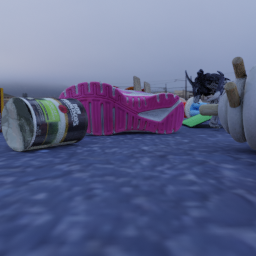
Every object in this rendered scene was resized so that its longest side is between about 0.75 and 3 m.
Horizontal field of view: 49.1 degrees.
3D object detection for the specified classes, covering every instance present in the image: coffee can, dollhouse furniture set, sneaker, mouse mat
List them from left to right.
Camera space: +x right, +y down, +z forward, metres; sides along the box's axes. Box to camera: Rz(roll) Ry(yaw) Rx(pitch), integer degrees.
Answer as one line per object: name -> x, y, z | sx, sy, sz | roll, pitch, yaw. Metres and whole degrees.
coffee can -> -1.300, -0.085, 4.484 | 0.800, 0.800, 1.093 | 3, 6, 35
sneaker -> -0.214, -0.398, 6.926 | 2.981, 1.213, 1.315 | 8, 1, -15
dollhouse furniture set -> -0.122, -1.512, 13.727 | 2.935, 1.512, 2.903 | -16, -19, 34
mouse mat -> 2.736, -0.451, 9.444 | 1.852, 0.087, 2.302 | -23, 3, 3

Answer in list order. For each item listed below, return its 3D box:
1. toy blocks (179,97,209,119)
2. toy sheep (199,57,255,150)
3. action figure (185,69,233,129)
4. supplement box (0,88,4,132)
toy blocks -> 1.899, -0.799, 11.922 | 2.448, 1.066, 2.937 | -2, 5, -30
toy sheep -> 2.014, -0.315, 3.931 | 2.080, 1.434, 1.434 | 6, 7, 37
action figure -> 2.476, -0.718, 7.256 | 2.547, 1.300, 1.514 | 25, -6, 33
supplement box -> -3.614, -0.423, 6.619 | 0.761, 1.130, 1.146 | 1, 5, 12
